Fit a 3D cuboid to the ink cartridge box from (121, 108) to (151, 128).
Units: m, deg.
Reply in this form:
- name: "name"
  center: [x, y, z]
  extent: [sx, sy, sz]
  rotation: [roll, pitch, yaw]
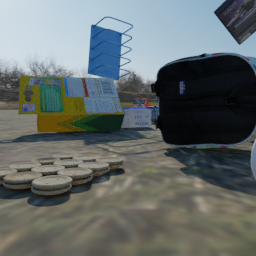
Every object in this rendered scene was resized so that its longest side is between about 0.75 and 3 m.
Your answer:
- name: "ink cartridge box"
  center: [-0.771, -0.332, 9.042]
  extent: [2.779, 0.614, 1.306]
  rotation: [-1, 6, -16]

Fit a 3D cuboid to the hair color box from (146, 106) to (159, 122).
- name: "hair color box"
  center: [1.732, -0.502, 10.753]
  extent: [1.107, 0.670, 2.214]
  rotation: [-3, 5, -28]

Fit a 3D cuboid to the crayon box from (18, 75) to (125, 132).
- name: "crayon box"
  center: [-1.582, -0.693, 7.742]
  extent: [2.644, 0.682, 1.662]
  rotation: [-1, 44, -18]

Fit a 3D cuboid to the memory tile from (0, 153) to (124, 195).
- name: "memory tile"
  center: [-0.702, 0.424, 2.853]
  extent: [0.983, 0.108, 1.283]
  rotation: [2, 6, 26]

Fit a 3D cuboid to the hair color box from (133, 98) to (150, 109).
- name: "hair color box"
  center: [0.817, -1.003, 14.554]
  extent: [0.677, 0.409, 1.335]
  rotation: [3, -29, 28]

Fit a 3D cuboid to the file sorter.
- name: "file sorter"
  center: [-0.681, -3.271, 11.640]
  extent: [1.484, 2.138, 1.312]
  rotation: [7, -7, -32]

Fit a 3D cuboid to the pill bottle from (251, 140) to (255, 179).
- name: "pill bottle"
  center: [1.304, 0.247, 1.522]
  extent: [0.674, 0.674, 1.127]
  rotation: [-2, 5, -24]

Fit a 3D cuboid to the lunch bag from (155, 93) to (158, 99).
- name: "lunch bag"
  center: [2.390, -1.095, 11.589]
  extent: [0.946, 1.968, 2.454]
  rotation: [-46, 24, -16]

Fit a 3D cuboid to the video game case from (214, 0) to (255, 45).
- name: "video game case"
  center: [3.946, -3.815, 9.070]
  extent: [1.750, 0.232, 2.450]
  rotation: [-42, -31, 24]

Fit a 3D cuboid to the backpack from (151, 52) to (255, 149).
- name: "backpack"
  center: [1.398, -0.413, 4.443]
  extent: [1.274, 1.503, 1.693]
  rotation: [-5, 2, -41]
